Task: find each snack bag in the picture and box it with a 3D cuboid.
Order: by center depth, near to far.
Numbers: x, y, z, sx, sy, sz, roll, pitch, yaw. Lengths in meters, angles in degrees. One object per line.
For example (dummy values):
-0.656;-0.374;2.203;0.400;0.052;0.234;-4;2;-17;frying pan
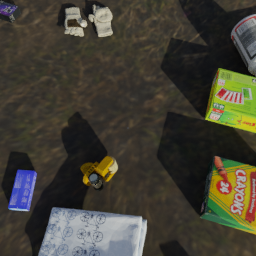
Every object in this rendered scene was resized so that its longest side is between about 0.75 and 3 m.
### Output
-0.942;3.072;6.002;2.412;0.274;2.558;1;61;19;snack bag

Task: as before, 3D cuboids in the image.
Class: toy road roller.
-0.790;1.085;7.251;0.688;0.579;0.942;32;67;28;toy road roller

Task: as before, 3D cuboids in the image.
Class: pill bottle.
4.156;-2.400;8.711;1.173;1.173;2.061;-12;64;-6;pill bottle

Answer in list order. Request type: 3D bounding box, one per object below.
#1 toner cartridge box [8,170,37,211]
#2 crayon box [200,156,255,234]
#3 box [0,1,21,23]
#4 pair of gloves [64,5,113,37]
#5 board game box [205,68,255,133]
-2.686;1.589;7.171;0.470;0.214;0.989;4;63;1;toner cartridge box
3.121;1.754;6.870;2.400;0.610;1.523;14;63;7;crayon box
-4.422;-4.212;10.128;0.837;0.330;0.591;20;62;10;box
-1.409;-3.842;9.948;1.716;0.301;1.460;-3;62;-3;pair of gloves
3.840;-0.627;8.055;2.889;0.688;1.467;16;64;8;board game box
